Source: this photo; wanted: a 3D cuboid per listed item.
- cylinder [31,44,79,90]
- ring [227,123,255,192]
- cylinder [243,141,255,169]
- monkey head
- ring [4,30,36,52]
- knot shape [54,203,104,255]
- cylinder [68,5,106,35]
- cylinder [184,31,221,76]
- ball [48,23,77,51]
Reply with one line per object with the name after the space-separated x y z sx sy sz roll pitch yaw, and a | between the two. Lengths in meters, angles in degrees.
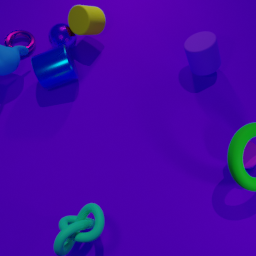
-2.343 -1.960 9.075 1.146 1.146 1.146 -21 65 1 | cylinder
3.257 0.731 7.085 1.745 0.349 1.745 0 90 -22 | ring
3.304 0.751 7.870 0.748 0.748 0.748 -7 76 30 | cylinder
-4.011 -2.330 8.804 1.065 1.271 1.767 20 46 13 | monkey head
-3.930 -3.124 10.201 1.107 0.221 1.107 2 63 -4 | ring
-1.251 2.456 6.672 1.301 1.391 0.643 -40 99 -42 | knot shape
-1.415 -3.706 9.674 0.943 0.943 0.943 36 32 17 | cylinder
2.480 -2.456 9.284 1.041 1.041 1.041 -15 47 17 | cylinder
-2.310 -3.195 9.903 0.983 0.983 0.983 0 63 0 | ball
